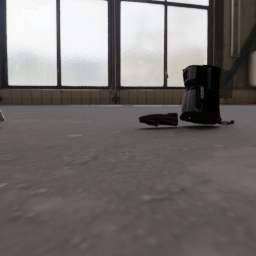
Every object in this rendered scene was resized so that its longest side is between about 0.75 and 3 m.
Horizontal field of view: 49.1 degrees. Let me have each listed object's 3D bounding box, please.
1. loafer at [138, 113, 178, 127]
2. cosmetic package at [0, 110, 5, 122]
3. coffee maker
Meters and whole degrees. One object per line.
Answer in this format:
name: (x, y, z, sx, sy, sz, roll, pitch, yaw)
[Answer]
loafer: (0.997, -0.221, 8.815, 1.355, 0.427, 0.487, -6, -9, -20)
cosmetic package: (-4.239, -0.396, 8.993, 0.435, 0.515, 0.965, -27, 11, -17)
coffee maker: (2.629, -1.082, 9.495, 1.733, 1.804, 1.215, 16, -17, -27)
